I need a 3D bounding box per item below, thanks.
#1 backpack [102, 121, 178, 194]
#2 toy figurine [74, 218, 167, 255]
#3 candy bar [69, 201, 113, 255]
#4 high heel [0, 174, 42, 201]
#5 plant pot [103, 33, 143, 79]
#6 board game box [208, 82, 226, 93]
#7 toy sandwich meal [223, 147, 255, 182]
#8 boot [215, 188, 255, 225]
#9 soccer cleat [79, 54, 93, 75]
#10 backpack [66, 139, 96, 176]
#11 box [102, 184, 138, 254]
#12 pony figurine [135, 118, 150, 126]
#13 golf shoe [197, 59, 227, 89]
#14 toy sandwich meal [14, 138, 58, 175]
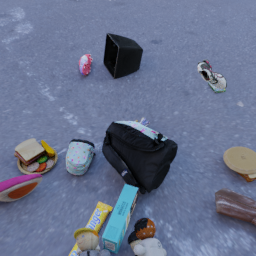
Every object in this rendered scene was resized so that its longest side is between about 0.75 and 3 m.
[{"bbox_3d":[0.304,0.770,9.464,2.437,2.033,1.542,32,11,32],"label":"backpack"},{"bbox_3d":[-0.225,3.100,6.664,2.206,2.171,1.535,-7,54,-8],"label":"toy figurine"},{"bbox_3d":[-1.110,3.055,8.150,0.515,0.229,2.064,16,45,17],"label":"candy bar"},{"bbox_3d":[-4.257,1.763,8.931,2.857,0.963,1.373,-21,57,-16],"label":"high heel"},{"bbox_3d":[-0.224,-3.774,14.562,1.550,1.743,1.747,-8,42,-24],"label":"plant pot"},{"bbox_3d":[4.342,-2.004,13.685,0.543,0.117,0.807,-10,44,-9],"label":"board game box"},{"bbox_3d":[4.091,1.246,9.950,1.444,0.495,1.444,-2,40,1],"label":"toy sandwich meal"},{"bbox_3d":[3.461,2.738,8.126,2.174,0.698,2.026,20,34,16],"label":"boot"},{"bbox_3d":[-2.336,-3.318,14.841,0.689,0.601,1.802,-12,41,16],"label":"soccer cleat"},{"bbox_3d":[-1.761,1.016,9.921,1.069,0.811,1.281,6,47,3],"label":"backpack"},{"bbox_3d":[-0.194,2.622,8.226,0.450,0.753,1.830,15,45,13],"label":"box"},{"bbox_3d":[0.399,0.011,11.148,0.979,0.844,1.014,-1,34,50],"label":"pony figurine"},{"bbox_3d":[3.207,-1.929,10.827,1.519,0.586,0.669,39,52,-15],"label":"golf shoe"},{"bbox_3d":[-3.321,1.000,10.125,1.579,0.541,1.579,0,43,0],"label":"toy sandwich meal"}]
